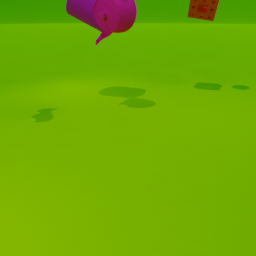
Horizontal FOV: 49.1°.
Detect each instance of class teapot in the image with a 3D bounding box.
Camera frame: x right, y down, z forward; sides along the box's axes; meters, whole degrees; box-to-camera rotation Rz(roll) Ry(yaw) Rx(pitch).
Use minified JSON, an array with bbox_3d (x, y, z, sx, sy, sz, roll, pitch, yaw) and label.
[{"bbox_3d":[-0.437,-3.084,7.555,1.216,1.956,0.958,42,50,9],"label":"teapot"}]

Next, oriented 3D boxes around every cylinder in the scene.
[{"bbox_3d":[-1.027,-3.911,8.782,1.365,1.365,1.365,27,23,-4],"label":"cylinder"}]

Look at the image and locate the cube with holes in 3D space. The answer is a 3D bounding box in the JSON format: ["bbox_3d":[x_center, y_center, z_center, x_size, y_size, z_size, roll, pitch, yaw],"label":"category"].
[{"bbox_3d":[2.609,-4.370,9.507,0.913,0.913,0.913,13,66,10],"label":"cube with holes"}]
